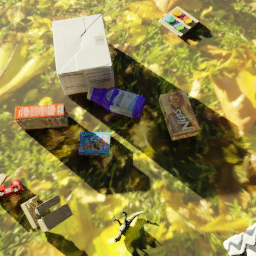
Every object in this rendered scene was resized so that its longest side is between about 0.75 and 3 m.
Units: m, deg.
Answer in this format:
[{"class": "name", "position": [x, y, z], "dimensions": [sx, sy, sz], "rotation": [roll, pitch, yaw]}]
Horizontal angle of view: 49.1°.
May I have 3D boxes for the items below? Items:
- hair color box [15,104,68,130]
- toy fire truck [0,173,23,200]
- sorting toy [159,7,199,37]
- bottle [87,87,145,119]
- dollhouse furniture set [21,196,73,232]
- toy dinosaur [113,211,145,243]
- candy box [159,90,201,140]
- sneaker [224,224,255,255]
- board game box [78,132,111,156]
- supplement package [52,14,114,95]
[{"class": "hair color box", "position": [-3.415, -0.440, 11.233], "dimensions": [1.890, 0.959, 0.579], "rotation": [-4, 64, -3]}, {"class": "toy fire truck", "position": [-4.692, 2.077, 10.336], "dimensions": [1.488, 0.363, 1.049], "rotation": [-16, 62, -10]}, {"class": "sorting toy", "position": [2.554, -5.366, 13.999], "dimensions": [1.574, 0.287, 1.457], "rotation": [-40, 70, -18]}, {"class": "bottle", "position": [-0.511, -1.137, 11.670], "dimensions": [2.361, 0.771, 0.986], "rotation": [18, 66, 9]}, {"class": "dollhouse furniture set", "position": [-2.785, 2.801, 9.596], "dimensions": [0.993, 1.218, 1.159], "rotation": [-27, 86, -42]}, {"class": "toy dinosaur", "position": [-0.128, 3.283, 9.778], "dimensions": [0.635, 0.342, 1.440], "rotation": [44, 71, 3]}, {"class": "candy box", "position": [2.083, -0.553, 11.512], "dimensions": [1.129, 0.541, 1.956], "rotation": [-12, 65, -6]}, {"class": "sneaker", "position": [4.609, 3.919, 9.099], "dimensions": [2.484, 0.992, 1.617], "rotation": [-24, 68, -11]}, {"class": "board game box", "position": [-1.313, 0.619, 11.093], "dimensions": [1.212, 0.273, 0.922], "rotation": [2, 64, 1]}, {"class": "supplement package", "position": [-1.922, -3.185, 12.199], "dimensions": [2.230, 1.588, 2.863], "rotation": [-10, 66, -4]}]
